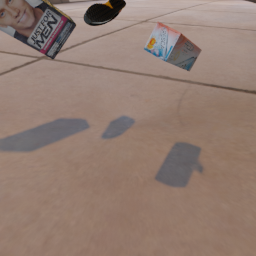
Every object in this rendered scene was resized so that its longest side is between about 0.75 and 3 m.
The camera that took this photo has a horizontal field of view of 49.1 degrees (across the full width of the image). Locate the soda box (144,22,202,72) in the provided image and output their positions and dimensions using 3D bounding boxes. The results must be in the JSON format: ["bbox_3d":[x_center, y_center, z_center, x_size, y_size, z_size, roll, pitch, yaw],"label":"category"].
[{"bbox_3d":[1.036,-1.707,6.099,0.573,0.616,1.802,35,19,21],"label":"soda box"}]

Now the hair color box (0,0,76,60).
[{"bbox_3d":[-2.670,-2.896,7.103,2.420,1.210,0.732,25,21,-41],"label":"hair color box"}]

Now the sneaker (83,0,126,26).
[{"bbox_3d":[-0.670,-2.990,7.514,0.550,0.708,1.573,45,53,-5],"label":"sneaker"}]
